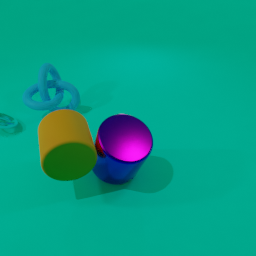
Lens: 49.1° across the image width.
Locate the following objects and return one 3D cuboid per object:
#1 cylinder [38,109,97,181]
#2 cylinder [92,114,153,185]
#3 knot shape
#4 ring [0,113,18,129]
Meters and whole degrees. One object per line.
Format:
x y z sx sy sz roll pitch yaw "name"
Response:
-1.344 0.363 6.134 1.144 1.144 1.144 -11 40 -13 "cylinder"
-0.191 0.524 6.592 1.267 1.267 1.267 8 56 -12 "cylinder"
-2.462 -1.060 8.674 1.602 1.711 0.791 -36 10 -36 "knot shape"
-3.849 -0.243 8.377 1.069 0.214 1.069 19 10 -4 "ring"
